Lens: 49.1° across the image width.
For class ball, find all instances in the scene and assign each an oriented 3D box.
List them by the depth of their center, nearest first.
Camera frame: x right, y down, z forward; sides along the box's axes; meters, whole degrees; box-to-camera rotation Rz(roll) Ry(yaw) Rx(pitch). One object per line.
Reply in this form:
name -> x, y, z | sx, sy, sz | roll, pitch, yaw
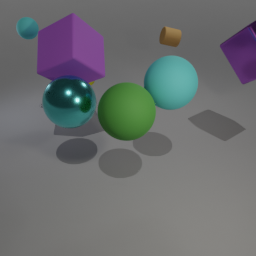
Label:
ball -> -0.031, -0.392, 6.746 | 1.400, 1.400, 1.400 | 0, 31, 0
ball -> 1.113, -1.175, 7.339 | 1.400, 1.400, 1.400 | 0, 31, 0
ball -> -1.532, -0.685, 7.384 | 1.400, 1.400, 1.400 | 0, 31, 0
ball -> -3.311, -3.286, 9.242 | 0.700, 0.700, 0.700 | 0, 31, 0

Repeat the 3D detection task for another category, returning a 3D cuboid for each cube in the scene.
cube -> 3.806, -2.302, 7.930 | 1.400, 1.400, 1.400 | -32, 3, -14
cube -> -1.644, -2.158, 8.189 | 1.400, 1.400, 1.400 | -13, -19, 29

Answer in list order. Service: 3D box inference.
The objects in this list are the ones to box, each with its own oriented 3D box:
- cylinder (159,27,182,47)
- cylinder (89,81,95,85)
cylinder -> 1.745, -3.761, 11.571 | 0.700, 0.700, 0.700 | 7, 28, -15
cylinder -> -1.524, -1.958, 9.955 | 0.700, 0.700, 0.700 | 4, 45, -4
